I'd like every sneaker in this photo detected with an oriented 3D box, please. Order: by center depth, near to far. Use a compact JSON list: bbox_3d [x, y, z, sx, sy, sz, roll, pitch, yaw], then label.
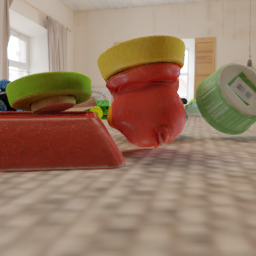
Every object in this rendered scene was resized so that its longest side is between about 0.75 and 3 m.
[{"bbox_3d":[3.228,-1.258,13.377,2.313,1.364,0.851,3,7,43],"label":"sneaker"}]

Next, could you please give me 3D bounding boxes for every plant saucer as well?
[{"bbox_3d":[-1.543,0.038,3.836,2.764,0.507,2.759,0,5,-7],"label":"plant saucer"}]

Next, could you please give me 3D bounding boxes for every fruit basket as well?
[{"bbox_3d":[-1.153,-0.570,10.476,1.117,0.805,1.117,-1,49,1],"label":"fruit basket"}]

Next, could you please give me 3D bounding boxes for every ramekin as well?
[{"bbox_3d":[1.938,-0.562,5.105,1.257,1.257,0.614,-2,-23,-21],"label":"ramekin"}]

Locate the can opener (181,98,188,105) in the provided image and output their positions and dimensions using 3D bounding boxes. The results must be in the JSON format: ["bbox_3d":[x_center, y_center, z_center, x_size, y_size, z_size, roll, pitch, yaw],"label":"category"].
[{"bbox_3d":[1.614,-1.123,13.057,2.792,1.098,0.885,-6,1,-23],"label":"can opener"}]

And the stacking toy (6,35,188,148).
[{"bbox_3d":[-0.271,-0.167,4.586,2.655,1.239,2.933,-11,-6,11],"label":"stacking toy"}]

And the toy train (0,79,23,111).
[{"bbox_3d":[-2.568,-0.321,5.456,1.680,0.960,0.728,-8,45,25],"label":"toy train"}]
